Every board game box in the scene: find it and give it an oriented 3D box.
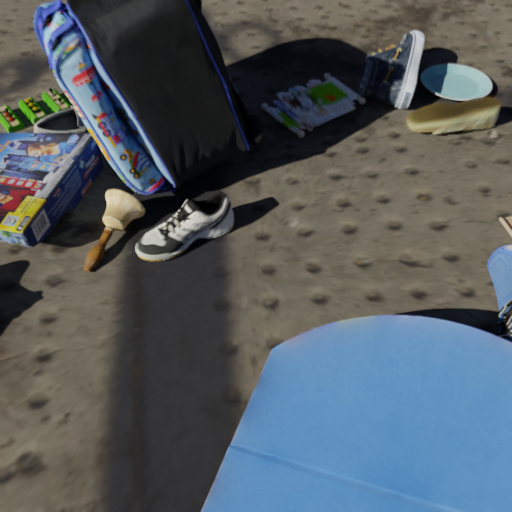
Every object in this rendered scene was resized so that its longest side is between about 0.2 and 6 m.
[{"bbox_3d":[1.505,2.800,6.018,3.835,0.945,4.855,9,47,21],"label":"board game box"},{"bbox_3d":[-4.527,-1.273,9.856,2.673,0.825,2.675,10,48,10],"label":"board game box"}]

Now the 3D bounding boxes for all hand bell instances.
[{"bbox_3d":[-2.480,-0.337,9.257,0.730,0.730,1.403,16,61,14],"label":"hand bell"}]

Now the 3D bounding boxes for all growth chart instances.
[{"bbox_3d":[1.230,-3.341,12.233,2.256,0.200,1.633,-31,53,-27],"label":"growth chart"}]

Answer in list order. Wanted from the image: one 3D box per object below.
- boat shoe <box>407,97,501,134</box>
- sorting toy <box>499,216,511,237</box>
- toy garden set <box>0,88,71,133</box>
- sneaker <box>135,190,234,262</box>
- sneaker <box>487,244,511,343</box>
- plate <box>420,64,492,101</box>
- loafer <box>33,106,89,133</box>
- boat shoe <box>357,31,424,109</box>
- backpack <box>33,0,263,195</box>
[{"bbox_3d":[4.046,-2.768,11.514,1.923,0.605,0.701,-14,44,-6],"label":"boat shoe"},{"bbox_3d":[4.962,-0.382,9.374,1.335,0.323,2.371,-9,47,-8],"label":"sorting toy"},{"bbox_3d":[-4.348,-3.092,11.852,1.940,0.387,1.618,-29,53,-24],"label":"toy garden set"},{"bbox_3d":[-1.203,-0.558,9.217,1.784,0.782,0.675,-28,53,-24],"label":"sneaker"},{"bbox_3d":[3.590,1.139,7.289,1.509,1.330,3.385,2,47,-2],"label":"sneaker"},{"bbox_3d":[4.524,-3.893,12.734,1.581,0.202,1.581,0,46,0],"label":"plate"},{"bbox_3d":[-3.505,-2.694,11.220,1.856,0.648,0.649,-27,81,-19],"label":"loafer"},{"bbox_3d":[3.022,-4.365,12.591,1.184,0.923,2.609,17,51,3],"label":"boat shoe"},{"bbox_3d":[-2.112,-3.531,10.090,2.704,3.669,4.019,-31,46,-4],"label":"backpack"}]
